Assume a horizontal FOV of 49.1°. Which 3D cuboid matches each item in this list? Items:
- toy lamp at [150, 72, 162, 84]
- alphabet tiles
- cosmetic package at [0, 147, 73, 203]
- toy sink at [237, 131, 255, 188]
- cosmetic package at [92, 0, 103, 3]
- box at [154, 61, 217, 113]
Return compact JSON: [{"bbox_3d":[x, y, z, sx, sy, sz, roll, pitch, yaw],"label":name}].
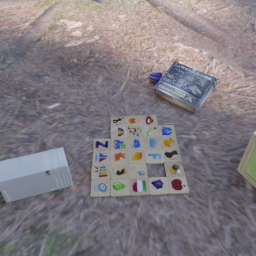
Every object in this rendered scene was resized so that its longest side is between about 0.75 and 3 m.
[{"bbox_3d":[1.493,-1.614,9.634,1.518,0.442,0.442,15,46,15],"label":"toy lamp"},{"bbox_3d":[0.218,0.610,7.551,2.326,0.105,2.783,-2,44,-1],"label":"alphabet tiles"},{"bbox_3d":[-2.165,1.087,6.528,1.552,0.829,0.700,-16,46,-14],"label":"cosmetic package"},{"bbox_3d":[3.711,1.044,6.168,1.194,1.389,2.131,-22,49,-21],"label":"toy sink"},{"bbox_3d":[-1.585,-5.011,8.597,2.567,1.089,1.381,30,74,24],"label":"cosmetic package"},{"bbox_3d":[1.842,-1.351,9.062,1.586,0.383,1.256,30,75,28],"label":"box"}]
